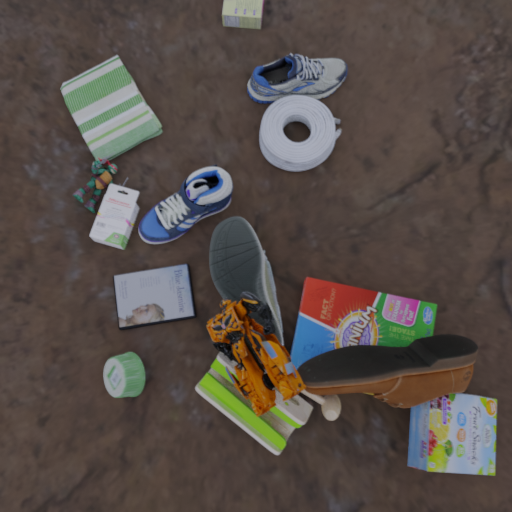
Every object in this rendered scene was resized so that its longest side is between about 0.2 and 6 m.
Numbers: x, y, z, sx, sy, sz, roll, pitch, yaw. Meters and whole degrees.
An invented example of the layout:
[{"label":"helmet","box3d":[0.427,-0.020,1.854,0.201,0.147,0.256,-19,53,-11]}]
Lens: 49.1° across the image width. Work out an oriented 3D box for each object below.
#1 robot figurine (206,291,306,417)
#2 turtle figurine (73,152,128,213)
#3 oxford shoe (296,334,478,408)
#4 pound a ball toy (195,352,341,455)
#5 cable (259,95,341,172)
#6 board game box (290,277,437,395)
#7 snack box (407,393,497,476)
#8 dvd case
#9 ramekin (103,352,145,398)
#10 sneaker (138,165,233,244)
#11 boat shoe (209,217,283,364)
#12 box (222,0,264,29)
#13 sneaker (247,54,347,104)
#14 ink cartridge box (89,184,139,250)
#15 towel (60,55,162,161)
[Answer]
[{"label":"robot figurine","box3d":[-0.090,1.562,9.194,1.413,0.567,1.948,-40,77,34]},{"label":"turtle figurine","box3d":[-3.078,-1.479,11.241,1.188,0.598,0.889,-51,122,-9]},{"label":"oxford shoe","box3d":[2.197,2.106,9.381,3.065,1.093,1.092,-4,111,-4]},{"label":"pound a ball toy","box3d":[0.271,2.392,10.002,2.250,0.956,1.467,36,111,7]},{"label":"cable","box3d":[0.845,-2.511,11.476,1.579,0.547,1.580,26,78,6]},{"label":"board game box","box3d":[1.968,1.598,10.532,2.508,0.506,1.919,11,77,3]},{"label":"snack box","box3d":[3.469,3.091,9.843,1.594,0.539,1.344,12,76,-25]},{"label":"dvd case","box3d":[-1.979,0.798,10.914,1.514,0.133,1.080,-9,77,-2]},{"label":"ramekin","box3d":[-2.429,2.189,10.216,0.821,0.401,0.821,0,90,43]},{"label":"sneaker","box3d":[-1.403,-1.028,10.630,2.065,1.512,0.832,-26,78,-6]},{"label":"boat shoe","box3d":[-0.122,0.639,10.502,1.040,0.905,2.822,-22,74,8]},{"label":"box","box3d":[-0.280,-5.425,12.234,0.854,0.413,0.751,5,77,0]},{"label":"sneaker","box3d":[0.890,-3.722,11.577,2.149,0.915,0.828,-14,77,-4]},{"label":"ink cartridge box","box3d":[-2.771,-0.782,11.151,0.678,0.390,1.157,17,77,4]},{"label":"towel","box3d":[-3.081,-3.089,11.791,1.536,0.236,2.014,-29,80,-6]}]
